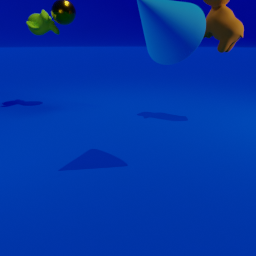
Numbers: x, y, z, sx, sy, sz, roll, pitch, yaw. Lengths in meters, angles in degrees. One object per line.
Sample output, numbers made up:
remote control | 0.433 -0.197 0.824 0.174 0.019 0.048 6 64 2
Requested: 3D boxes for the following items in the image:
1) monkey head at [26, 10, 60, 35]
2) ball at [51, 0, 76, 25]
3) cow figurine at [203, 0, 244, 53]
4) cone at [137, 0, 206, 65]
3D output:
monkey head | -3.064 -3.633 10.090 0.882 1.052 1.463 -39 7 4
ball | -2.247 -4.042 9.783 0.851 0.851 0.851 0 18 0
cow figurine | 2.735 -3.223 8.000 1.674 1.647 0.919 46 37 19
cone | 0.487 -1.819 4.599 1.182 1.182 1.186 16 -2 40
